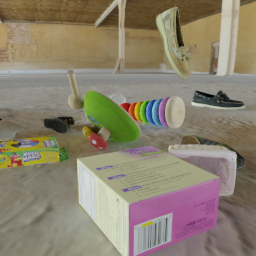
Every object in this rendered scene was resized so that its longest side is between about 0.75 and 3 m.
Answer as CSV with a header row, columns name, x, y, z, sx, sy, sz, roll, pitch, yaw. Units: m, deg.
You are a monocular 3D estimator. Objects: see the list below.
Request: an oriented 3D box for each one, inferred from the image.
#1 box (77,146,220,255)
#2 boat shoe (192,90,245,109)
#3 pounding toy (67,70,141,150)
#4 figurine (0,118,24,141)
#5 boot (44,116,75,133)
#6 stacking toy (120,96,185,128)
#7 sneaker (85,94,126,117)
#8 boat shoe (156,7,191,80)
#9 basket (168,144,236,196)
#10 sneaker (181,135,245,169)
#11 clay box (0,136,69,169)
name,x,y,z,sx,sy,sz,roll,pitch,yaw
box,0.240,1.076,4.741,1.650,0.907,1.875,-8,17,-30
boat shoe,4.923,-1.617,15.418,2.911,0.965,1.088,13,19,42
pounding toy,-1.050,-0.193,8.757,2.783,1.291,2.148,37,-14,7
figurine,-5.013,-0.002,9.036,2.562,1.103,2.500,13,15,40
boot,-2.393,-0.183,10.651,1.414,0.510,1.068,12,16,40
stacking toy,0.801,-0.668,11.541,2.912,1.243,1.243,4,13,38
sneaker,-1.060,-0.852,12.924,0.964,0.956,2.660,-37,-3,38
boat shoe,1.856,-3.139,10.411,0.843,2.679,0.977,-22,-12,31
basket,1.456,0.819,5.835,1.322,0.896,0.816,1,12,4
sneaker,2.182,0.650,7.242,0.856,0.640,1.908,6,10,-20
clay box,-2.636,0.607,7.523,1.964,0.467,1.128,-6,16,-20
